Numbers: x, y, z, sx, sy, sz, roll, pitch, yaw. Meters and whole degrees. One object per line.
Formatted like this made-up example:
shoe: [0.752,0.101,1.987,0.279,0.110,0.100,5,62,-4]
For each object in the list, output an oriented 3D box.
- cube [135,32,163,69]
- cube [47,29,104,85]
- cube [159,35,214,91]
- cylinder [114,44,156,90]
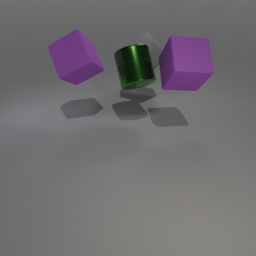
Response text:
cube: [0.725,-3.264,12.907,1.400,1.400,1.400,-45,8,0]
cube: [-1.982,-2.674,10.825,1.400,1.400,1.400,-25,-8,13]
cube: [2.008,-2.256,9.950,1.400,1.400,1.400,1,71,-12]
cylinder: [0.275,-2.343,10.898,1.400,1.400,1.400,-13,-2,0]
